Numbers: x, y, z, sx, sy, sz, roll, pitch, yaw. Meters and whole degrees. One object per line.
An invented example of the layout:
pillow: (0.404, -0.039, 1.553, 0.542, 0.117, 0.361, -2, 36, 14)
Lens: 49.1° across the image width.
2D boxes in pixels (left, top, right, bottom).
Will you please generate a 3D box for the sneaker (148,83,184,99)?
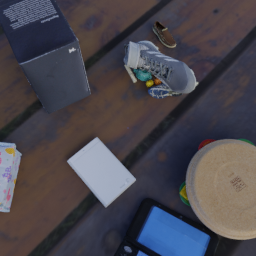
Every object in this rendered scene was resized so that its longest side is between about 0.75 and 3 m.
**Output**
sneaker: (1.247, -1.316, 9.367, 1.214, 0.468, 0.517, -2, 56, -9)

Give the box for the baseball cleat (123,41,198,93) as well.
baseball cleat: (0.815, -1.893, 8.845, 1.505, 0.986, 2.828, -12, 41, -33)

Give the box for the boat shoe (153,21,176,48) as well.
boat shoe: (1.318, -3.439, 10.240, 0.445, 0.446, 1.206, -35, 71, -14)

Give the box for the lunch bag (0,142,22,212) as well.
lunch bag: (-4.247, 1.281, 7.704, 2.137, 1.358, 1.812, 6, 67, -9)

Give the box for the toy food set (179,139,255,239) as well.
toy food set: (2.960, 1.590, 7.855, 2.809, 0.690, 2.838, 39, 74, 11)

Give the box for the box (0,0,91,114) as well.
box: (-2.560, -2.419, 8.516, 1.652, 2.767, 2.813, -27, 69, -11)

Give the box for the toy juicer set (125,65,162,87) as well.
toy juicer set: (0.544, -1.719, 9.520, 1.327, 0.361, 0.844, 1, 62, -10)

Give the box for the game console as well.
game console: (1.011, 3.057, 6.952, 2.319, 2.040, 1.350, 26, 97, 11)

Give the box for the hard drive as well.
hard drive: (-0.794, 1.268, 8.299, 1.170, 0.233, 1.773, -40, 71, -15)
